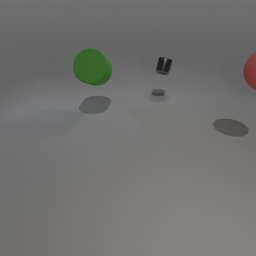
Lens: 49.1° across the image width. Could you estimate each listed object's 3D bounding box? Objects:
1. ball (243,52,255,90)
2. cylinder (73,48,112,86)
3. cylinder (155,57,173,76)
[{"bbox_3d":[4.472,-1.860,9.015,1.400,1.400,1.400,0,29,0],"label":"ball"},{"bbox_3d":[-1.447,-2.509,11.728,1.400,1.400,1.400,3,5,5],"label":"cylinder"},{"bbox_3d":[1.736,-2.969,13.529,0.700,0.700,0.700,15,-2,1],"label":"cylinder"}]
